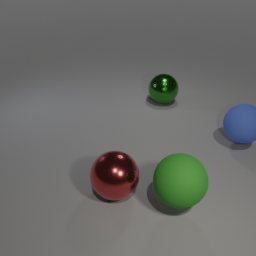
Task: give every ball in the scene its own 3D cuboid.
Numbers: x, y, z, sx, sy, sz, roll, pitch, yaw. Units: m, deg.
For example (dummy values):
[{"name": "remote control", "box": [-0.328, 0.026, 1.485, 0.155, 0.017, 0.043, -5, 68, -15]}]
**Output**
[{"name": "ball", "box": [1.652, -1.821, 13.065, 1.400, 1.400, 1.400, 0, 32, 0]}, {"name": "ball", "box": [4.102, -0.156, 9.900, 1.400, 1.400, 1.400, 0, 32, 0]}, {"name": "ball", "box": [-0.375, 1.342, 7.966, 1.400, 1.400, 1.400, 0, 32, 0]}, {"name": "ball", "box": [1.346, 1.347, 7.207, 1.400, 1.400, 1.400, 0, 32, 0]}]
